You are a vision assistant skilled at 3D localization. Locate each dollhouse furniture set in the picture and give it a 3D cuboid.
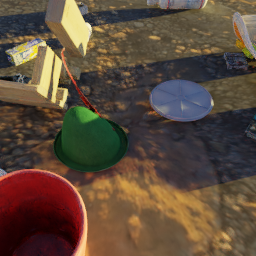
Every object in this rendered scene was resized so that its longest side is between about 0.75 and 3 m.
[{"bbox_3d":[-2.872,-2.217,8.112,2.431,2.837,2.983,8,82,7],"label":"dollhouse furniture set"}]

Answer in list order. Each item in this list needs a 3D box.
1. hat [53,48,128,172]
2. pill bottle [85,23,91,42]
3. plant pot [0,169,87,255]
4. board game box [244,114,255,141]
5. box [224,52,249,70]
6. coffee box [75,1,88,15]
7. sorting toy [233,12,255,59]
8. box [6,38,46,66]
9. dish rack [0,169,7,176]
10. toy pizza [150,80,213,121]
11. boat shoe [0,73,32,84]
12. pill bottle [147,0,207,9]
[{"bbox_3d":[-1.100,-0.339,6.807,2.292,2.017,1.898,22,49,21],"label":"hat"},{"bbox_3d":[-1.789,-3.837,11.292,0.568,0.568,0.950,4,46,4],"label":"pill bottle"},{"bbox_3d":[-1.577,2.016,4.624,2.046,1.811,2.046,-1,46,1],"label":"plant pot"},{"bbox_3d":[4.107,0.169,7.572,1.594,0.225,1.078,27,51,24],"label":"board game box"},{"bbox_3d":[3.901,-2.435,10.149,0.686,0.216,0.870,2,45,2],"label":"box"},{"bbox_3d":[-2.342,-5.678,13.266,0.493,0.348,0.872,-29,52,-26],"label":"coffee box"},{"bbox_3d":[5.239,-2.636,9.605,2.952,1.577,2.657,-3,53,-5],"label":"sorting toy"},{"bbox_3d":[-3.737,-2.847,10.396,0.492,0.451,1.403,34,54,29],"label":"box"},{"bbox_3d":[-4.417,1.518,5.978,2.496,0.633,2.909,20,50,18],"label":"dish rack"},{"bbox_3d":[1.597,-0.810,8.489,1.892,0.300,1.892,-1,46,1],"label":"toy pizza"},{"bbox_3d":[-3.473,-1.364,8.802,2.019,0.624,0.735,-6,46,-6],"label":"boat shoe"},{"bbox_3d":[2.288,-6.374,13.165,2.693,1.464,1.464,0,45,1],"label":"pill bottle"}]
